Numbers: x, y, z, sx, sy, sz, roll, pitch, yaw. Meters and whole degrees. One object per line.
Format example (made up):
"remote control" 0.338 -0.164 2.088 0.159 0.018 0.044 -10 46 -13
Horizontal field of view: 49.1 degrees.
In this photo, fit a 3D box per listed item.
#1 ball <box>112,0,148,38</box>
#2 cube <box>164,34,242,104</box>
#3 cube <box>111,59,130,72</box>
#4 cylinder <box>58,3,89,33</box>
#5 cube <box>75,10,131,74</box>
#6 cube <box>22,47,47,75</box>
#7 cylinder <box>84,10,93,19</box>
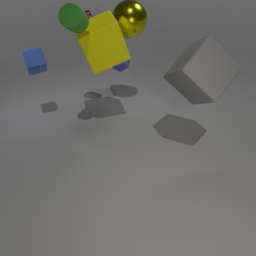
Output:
"ball" 0.061 -4.211 10.863 1.400 1.400 1.400 0 31 0
"cube" 2.226 -1.704 8.540 1.400 1.400 1.400 -52 13 -8
"cube" -0.382 -3.188 13.204 0.700 0.700 0.700 20 -26 -36
"cylinder" -1.579 -3.202 8.212 0.700 0.700 0.700 6 8 10
"cube" -0.909 -2.990 9.760 1.400 1.400 1.400 -23 39 2
"cube" -3.495 -2.500 10.509 0.700 0.700 0.700 -19 -7 -16
"cylinder" -1.577 -3.894 10.449 0.700 0.700 0.700 -22 35 16
